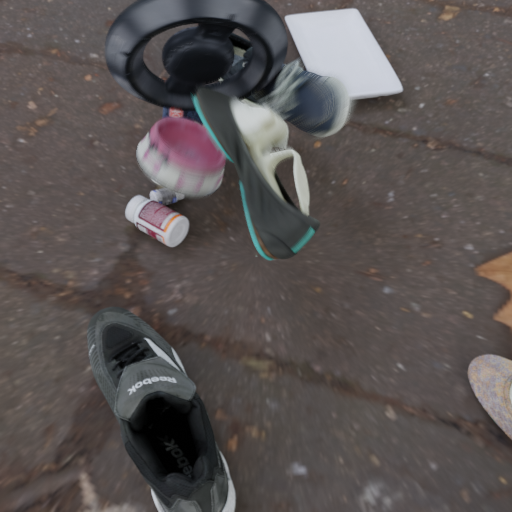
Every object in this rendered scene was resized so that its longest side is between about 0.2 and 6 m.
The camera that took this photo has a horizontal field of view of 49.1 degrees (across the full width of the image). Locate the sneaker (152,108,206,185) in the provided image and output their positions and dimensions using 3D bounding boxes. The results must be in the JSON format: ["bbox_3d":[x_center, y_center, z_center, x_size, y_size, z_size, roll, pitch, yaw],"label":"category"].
[{"bbox_3d":[-1.392,-2.214,9.820,0.859,0.969,2.293,5,48,3],"label":"sneaker"}]

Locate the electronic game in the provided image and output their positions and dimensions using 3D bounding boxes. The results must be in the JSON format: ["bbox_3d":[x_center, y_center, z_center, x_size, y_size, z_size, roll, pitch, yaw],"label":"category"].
[{"bbox_3d":[-0.865,-2.994,8.366,2.698,2.698,0.561,-7,73,-6],"label":"electronic game"}]

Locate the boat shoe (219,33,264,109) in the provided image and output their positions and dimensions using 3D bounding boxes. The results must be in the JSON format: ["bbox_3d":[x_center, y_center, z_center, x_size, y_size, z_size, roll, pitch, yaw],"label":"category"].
[{"bbox_3d":[-0.127,-3.847,11.208,1.084,0.961,2.900,-33,59,-24],"label":"boat shoe"}]

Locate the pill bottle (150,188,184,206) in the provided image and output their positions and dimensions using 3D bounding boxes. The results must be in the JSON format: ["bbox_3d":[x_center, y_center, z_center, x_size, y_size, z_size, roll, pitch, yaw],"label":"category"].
[{"bbox_3d":[-1.488,-1.005,9.373,0.510,0.290,0.290,-21,54,-26],"label":"pill bottle"}]

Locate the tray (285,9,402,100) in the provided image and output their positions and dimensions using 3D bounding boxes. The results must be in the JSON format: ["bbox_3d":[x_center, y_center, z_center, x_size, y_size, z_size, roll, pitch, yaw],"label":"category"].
[{"bbox_3d":[1.765,-4.240,11.914,1.725,0.356,3.212,-8,52,-7],"label":"tray"}]

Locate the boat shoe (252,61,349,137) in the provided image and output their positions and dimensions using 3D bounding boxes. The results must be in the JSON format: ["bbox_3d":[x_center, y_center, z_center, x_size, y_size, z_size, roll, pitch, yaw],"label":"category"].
[{"bbox_3d":[0.559,-2.593,8.897,0.803,0.972,2.595,7,27,-29],"label":"boat shoe"}]

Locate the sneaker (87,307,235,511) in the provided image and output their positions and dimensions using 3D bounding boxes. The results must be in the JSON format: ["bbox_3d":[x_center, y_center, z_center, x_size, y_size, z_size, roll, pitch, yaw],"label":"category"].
[{"bbox_3d":[-1.210,1.615,6.571,1.067,1.453,3.212,-23,55,-19],"label":"sneaker"}]

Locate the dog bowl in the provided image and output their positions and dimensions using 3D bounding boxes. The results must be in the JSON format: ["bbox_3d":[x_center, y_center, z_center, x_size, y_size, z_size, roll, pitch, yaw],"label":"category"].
[{"bbox_3d":[-1.118,-1.615,8.829,1.444,0.532,1.444,20,39,-17],"label":"dog bowl"}]

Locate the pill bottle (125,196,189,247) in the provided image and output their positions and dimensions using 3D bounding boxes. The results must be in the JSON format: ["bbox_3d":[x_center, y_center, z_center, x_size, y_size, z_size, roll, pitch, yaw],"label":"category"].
[{"bbox_3d":[-1.581,-0.568,8.890,0.931,0.531,0.531,29,57,20],"label":"pill bottle"}]

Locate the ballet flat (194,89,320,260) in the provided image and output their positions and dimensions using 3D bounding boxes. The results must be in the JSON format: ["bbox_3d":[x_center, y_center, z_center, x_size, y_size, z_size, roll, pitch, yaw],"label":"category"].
[{"bbox_3d":[0.086,-1.281,7.466,0.961,0.955,2.809,-31,70,21],"label":"ballet flat"}]

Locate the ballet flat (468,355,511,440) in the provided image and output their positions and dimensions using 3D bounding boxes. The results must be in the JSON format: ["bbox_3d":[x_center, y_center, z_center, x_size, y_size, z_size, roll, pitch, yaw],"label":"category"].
[{"bbox_3d":[3.715,2.124,6.475,0.989,0.977,2.907,-26,56,-19],"label":"ballet flat"}]
